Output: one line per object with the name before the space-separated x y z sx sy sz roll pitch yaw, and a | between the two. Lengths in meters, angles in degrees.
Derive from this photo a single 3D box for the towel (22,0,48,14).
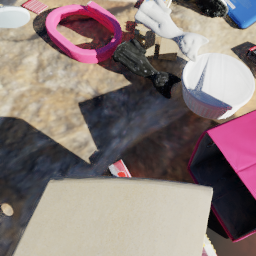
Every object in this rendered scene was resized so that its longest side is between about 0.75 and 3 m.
towel | -3.534 -4.635 10.657 0.815 0.092 0.589 30 62 14

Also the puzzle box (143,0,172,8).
puzzle box | 1.176 -4.947 10.778 0.972 0.186 1.461 16 61 8

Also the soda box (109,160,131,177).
soda box | -0.042 1.411 6.915 0.380 0.420 1.199 -29 62 -1

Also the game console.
game console | 4.677 -4.813 10.680 2.078 1.441 2.435 -35 61 16

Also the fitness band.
fitness band | -1.507 -3.383 9.676 2.112 0.550 2.941 -40 66 -20

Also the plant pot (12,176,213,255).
plant pot | -0.393 2.391 4.905 2.591 2.923 2.926 17 62 9

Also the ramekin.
ramekin | 2.500 -1.157 8.156 2.005 0.934 2.005 0 60 0

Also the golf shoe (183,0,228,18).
golf shoe | 2.891 -4.999 10.405 1.107 0.911 2.343 -40 69 -20

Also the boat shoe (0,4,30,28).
boat shoe | -4.660 -4.141 9.936 2.278 0.806 1.034 -9 65 -3

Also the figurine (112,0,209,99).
figurine | 0.948 -2.260 8.148 2.133 2.186 0.941 40 31 9

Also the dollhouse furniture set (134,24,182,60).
dollhouse furniture set | 0.967 -3.303 9.203 1.478 1.266 1.554 6 60 4

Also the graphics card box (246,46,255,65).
graphics card box | 4.610 -2.195 9.104 0.820 0.332 1.307 -26 62 -15

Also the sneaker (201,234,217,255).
sneaker | 1.564 3.102 5.777 0.958 0.797 2.127 -23 57 -19

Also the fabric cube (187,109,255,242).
fabric cube | 2.919 0.950 6.276 2.123 2.089 2.129 -23 62 -12
